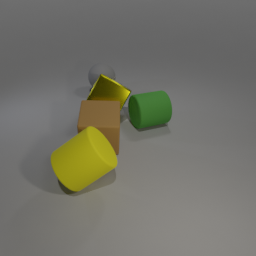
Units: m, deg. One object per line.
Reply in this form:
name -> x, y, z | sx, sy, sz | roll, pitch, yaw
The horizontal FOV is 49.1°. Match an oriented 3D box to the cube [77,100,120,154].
cube -> -1.001, -0.024, 10.060 | 1.400, 1.400, 1.400 | 1, 44, -2

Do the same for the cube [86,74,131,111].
cube -> -0.790, -1.296, 11.726 | 1.400, 1.400, 1.400 | 30, 8, -3

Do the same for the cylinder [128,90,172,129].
cylinder -> 0.896, -0.775, 11.649 | 1.400, 1.400, 1.400 | -11, 32, -19

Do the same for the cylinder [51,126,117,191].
cylinder -> -1.260, 0.897, 8.157 | 1.400, 1.400, 1.400 | -35, 29, 12

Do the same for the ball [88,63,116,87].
ball -> -1.336, -2.624, 14.338 | 1.400, 1.400, 1.400 | 0, 30, 0
